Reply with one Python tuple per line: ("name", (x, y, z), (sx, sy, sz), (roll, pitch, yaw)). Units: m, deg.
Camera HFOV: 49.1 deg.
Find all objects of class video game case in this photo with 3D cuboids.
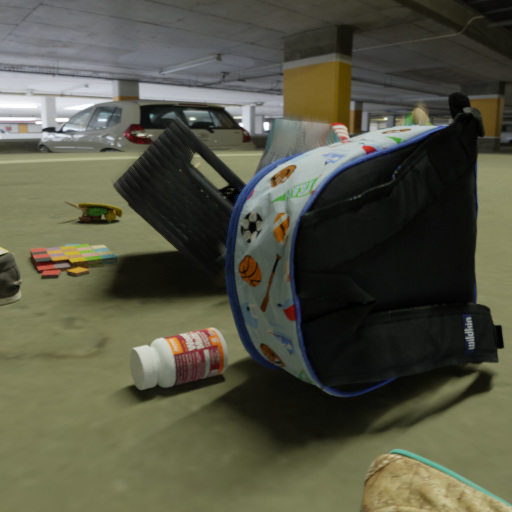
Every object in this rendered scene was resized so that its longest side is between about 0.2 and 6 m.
("video game case", (0.423, -0.595, 8.702), (1.332, 1.864, 0.177), (22, -3, -4))

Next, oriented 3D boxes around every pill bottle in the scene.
("pill bottle", (-0.831, 1.114, 6.032), (0.960, 0.526, 0.526), (-8, 16, -31))

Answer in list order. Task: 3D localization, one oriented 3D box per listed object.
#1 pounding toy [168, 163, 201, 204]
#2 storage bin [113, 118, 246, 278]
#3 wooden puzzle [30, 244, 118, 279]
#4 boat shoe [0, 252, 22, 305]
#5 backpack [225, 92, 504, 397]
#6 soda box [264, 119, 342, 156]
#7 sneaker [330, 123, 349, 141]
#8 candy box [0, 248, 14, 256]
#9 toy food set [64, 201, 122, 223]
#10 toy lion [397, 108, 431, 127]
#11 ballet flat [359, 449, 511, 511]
("pounding toy", (-2.547, -2.442, 19.019), (1.759, 1.251, 1.620), (-5, 15, -19))
("storage bin", (-1.162, -1.168, 10.420), (1.569, 2.263, 3.348), (-45, 14, 4))
("wooden puzzle", (-3.666, 0.024, 11.206), (1.475, 0.175, 2.487), (-7, 15, -27))
("boat shoe", (-4.944, 0.422, 8.339), (2.682, 0.764, 0.897), (-7, 15, -26))
("backpack", (1.028, 0.002, 6.038), (2.867, 3.010, 2.319), (-20, 14, -41))
("soda box", (1.433, -1.459, 11.618), (1.255, 1.167, 3.670), (13, -9, 29))
("sneaker", (2.207, -2.256, 14.291), (1.110, 1.636, 2.833), (-4, -29, 5))
("candy box", (-5.654, -0.043, 11.386), (0.855, 0.221, 1.672), (-9, 17, -42))
("toy food set", (-4.467, -1.129, 15.500), (1.498, 0.489, 0.881), (5, -10, 10))
("toy lion", (3.476, -2.035, 10.912), (1.523, 0.546, 1.589), (29, 45, -25))
("ballet flat", (1.545, 1.824, 3.179), (2.150, 0.758, 0.702), (8, 42, 39))
